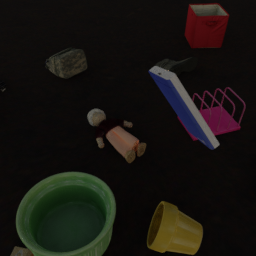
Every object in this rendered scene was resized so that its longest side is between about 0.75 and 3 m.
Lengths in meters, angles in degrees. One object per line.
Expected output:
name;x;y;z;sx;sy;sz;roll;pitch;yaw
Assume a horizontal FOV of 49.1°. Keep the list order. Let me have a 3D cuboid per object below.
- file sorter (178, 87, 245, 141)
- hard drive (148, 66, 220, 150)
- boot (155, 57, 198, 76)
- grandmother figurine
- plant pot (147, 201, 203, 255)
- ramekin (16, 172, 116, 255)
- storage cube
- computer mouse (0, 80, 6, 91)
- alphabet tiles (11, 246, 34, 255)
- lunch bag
file sorter;2.822;-0.568;9.516;1.795;1.125;1.247;-12;44;-13
hard drive;1.510;-0.584;7.705;0.300;2.363;1.559;-38;24;1
boot;2.129;-2.877;12.435;1.807;0.612;1.180;-26;43;-27
grandmother figurine;-0.463;0.106;9.143;1.430;0.714;2.358;-25;50;-37
plant pot;1.101;2.390;6.457;1.033;1.098;1.098;22;45;0
ramekin;-1.358;2.179;6.536;2.175;1.062;2.175;0;39;0
storage cube;3.858;-5.101;14.013;1.575;1.656;1.843;-3;44;-4
computer mouse;-5.954;-1.535;11.090;1.332;0.507;1.923;33;41;30
alphabet tiles;-1.759;3.567;5.833;2.219;0.084;1.855;7;43;8
lunch bag;-2.694;-2.844;12.125;1.206;1.002;1.438;19;44;40
